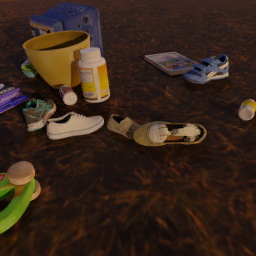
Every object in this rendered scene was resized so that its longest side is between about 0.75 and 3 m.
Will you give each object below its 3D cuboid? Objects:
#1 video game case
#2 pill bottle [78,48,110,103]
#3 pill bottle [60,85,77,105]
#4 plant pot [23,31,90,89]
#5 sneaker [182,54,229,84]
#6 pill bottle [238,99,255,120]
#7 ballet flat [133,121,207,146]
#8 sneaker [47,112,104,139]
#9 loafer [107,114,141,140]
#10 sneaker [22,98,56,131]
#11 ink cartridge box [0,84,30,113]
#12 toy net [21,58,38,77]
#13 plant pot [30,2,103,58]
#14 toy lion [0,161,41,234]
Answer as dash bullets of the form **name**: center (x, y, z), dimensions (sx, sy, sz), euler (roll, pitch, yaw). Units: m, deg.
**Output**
- **video game case**: center (2.406, -3.514, 15.048), dimensions (2.019, 0.254, 2.820), euler (-12, 33, -21)
- **pill bottle**: center (-1.338, -2.050, 10.861), dimensions (1.069, 1.957, 1.069), euler (-4, 29, 2)
- **pill bottle**: center (-2.399, -1.331, 11.126), dimensions (0.535, 0.535, 0.937), euler (-12, 34, -20)
- **plant pot**: center (-2.886, -2.877, 12.198), dimensions (2.756, 1.956, 2.756), euler (-4, 34, 3)
- **sneaker**: center (3.599, -2.742, 12.958), dimensions (2.635, 1.084, 0.974), euler (-19, 38, -27)
- **pill bottle**: center (4.312, -0.688, 10.062), dimensions (0.522, 0.522, 0.956), euler (16, 35, 25)
- **ballet flat**: center (1.276, 0.148, 8.352), dimensions (2.195, 0.776, 0.776), euler (0, 31, -5)
- **sneaker**: center (-1.671, -0.170, 9.047), dimensions (1.902, 0.674, 0.695), euler (-16, 35, -25)
- **loafer**: center (-0.022, -0.055, 9.006), dimensions (1.525, 0.521, 0.577), euler (15, 34, 23)
- **sneaker**: center (-3.047, -0.698, 9.633), dimensions (0.735, 0.864, 1.893), euler (-14, 29, 8)
- **ink cartridge box**: center (-5.212, -1.133, 10.856), dimensions (1.967, 0.427, 1.948), euler (15, 34, 25)
- **toy net**: center (-4.735, -3.231, 14.304), dimensions (1.435, 0.528, 2.735), euler (-12, 33, -19)
- **plant pot**: center (-3.249, -4.686, 14.575), dimensions (2.603, 2.895, 2.895), euler (-32, 44, -33)
- **toy lion**: center (-3.506, 1.708, 5.945), dimensions (2.525, 0.867, 2.420), euler (5, 38, 8)
